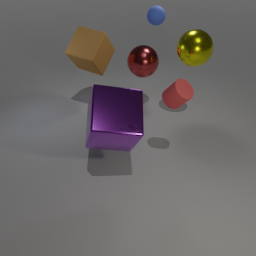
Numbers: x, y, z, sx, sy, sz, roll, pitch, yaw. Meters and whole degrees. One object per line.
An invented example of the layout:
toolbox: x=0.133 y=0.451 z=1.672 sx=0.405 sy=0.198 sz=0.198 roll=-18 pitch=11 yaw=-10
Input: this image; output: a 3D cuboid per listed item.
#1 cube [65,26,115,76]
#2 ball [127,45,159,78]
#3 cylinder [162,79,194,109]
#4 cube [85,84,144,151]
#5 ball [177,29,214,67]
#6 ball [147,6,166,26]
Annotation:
cube: x=-1.629 y=-3.371 z=12.320 sx=1.400 sy=1.400 sz=1.400 roll=21 pitch=80 yaw=20
ball: x=0.662 y=-2.938 z=12.380 sx=1.400 sy=1.400 sz=1.400 roll=0 pitch=31 yaw=0
cylinder: x=1.509 y=-1.025 z=8.497 sx=0.700 sy=0.700 sz=0.700 roll=14 pitch=60 yaw=-26
cube: x=-0.415 y=-0.234 z=7.986 sx=1.400 sy=1.400 sz=1.400 roll=5 pitch=67 yaw=-12
ball: x=2.589 y=-3.083 z=10.838 sx=1.400 sy=1.400 sz=1.400 roll=0 pitch=31 yaw=0
ball: x=1.072 y=-4.247 z=10.597 sx=0.700 sy=0.700 sz=0.700 roll=0 pitch=31 yaw=0
